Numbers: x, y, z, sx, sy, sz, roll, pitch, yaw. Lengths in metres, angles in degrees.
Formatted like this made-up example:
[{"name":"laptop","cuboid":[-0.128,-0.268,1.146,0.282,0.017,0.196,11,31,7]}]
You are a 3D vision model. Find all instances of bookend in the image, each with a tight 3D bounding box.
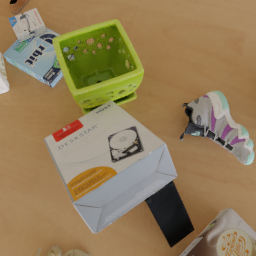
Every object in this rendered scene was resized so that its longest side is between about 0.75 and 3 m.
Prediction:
[{"name":"bookend","cuboid":[0.698,1.815,7.221,0.774,1.670,1.681,-32,27,-12]}]

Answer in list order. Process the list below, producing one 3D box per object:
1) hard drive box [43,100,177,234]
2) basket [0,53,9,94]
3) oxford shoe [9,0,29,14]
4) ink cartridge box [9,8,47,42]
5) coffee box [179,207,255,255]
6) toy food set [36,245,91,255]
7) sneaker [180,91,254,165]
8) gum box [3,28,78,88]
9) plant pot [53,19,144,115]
[{"name":"hard drive box","cuboid":[-0.584,0.708,6.856,2.221,1.094,2.849,-32,34,-13]},{"name":"basket","cuboid":[-5.051,-1.823,8.398,2.372,1.608,1.463,-14,66,-6]},{"name":"oxford shoe","cuboid":[-3.939,-4.808,10.245,0.464,0.463,1.300,13,66,7]},{"name":"ink cartridge box","cuboid":[-3.261,-3.361,9.143,0.963,0.414,0.705,-27,81,-9]},{"name":"coffee box","cuboid":[2.070,3.185,6.697,2.242,0.894,1.282,-39,73,-15]},{"name":"toy food set","cuboid":[-1.653,3.424,6.999,1.348,0.212,0.857,13,68,-3]},{"name":"sneaker","cuboid":[2.322,0.168,8.006,1.685,0.936,2.408,-19,60,-6]},{"name":"gum box","cuboid":[-2.804,-2.461,9.282,1.929,0.430,1.639,30,71,12]},{"name":"plant pot","cuboid":[-0.822,-1.610,8.180,2.001,1.825,2.011,-20,69,-8]}]
